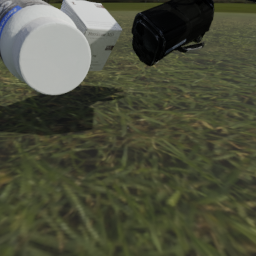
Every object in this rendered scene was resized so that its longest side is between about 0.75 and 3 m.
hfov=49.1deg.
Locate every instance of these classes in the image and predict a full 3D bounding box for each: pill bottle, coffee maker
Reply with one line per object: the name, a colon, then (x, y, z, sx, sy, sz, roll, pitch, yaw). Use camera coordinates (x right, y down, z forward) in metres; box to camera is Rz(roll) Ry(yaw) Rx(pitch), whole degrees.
pill bottle: (-2.022, -1.904, 6.092, 1.646, 1.646, 2.894, -16, 37, -28)
coffee maker: (1.421, -3.469, 9.077, 2.461, 2.364, 1.658, -34, 51, -25)

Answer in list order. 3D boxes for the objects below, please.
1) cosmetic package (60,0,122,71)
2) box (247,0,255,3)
cosmetic package: (-1.207, -2.515, 7.762, 1.229, 1.491, 1.230, -16, 62, -42)
box: (3.268, -4.019, 7.116, 1.788, 1.068, 1.818, 18, 45, 7)
